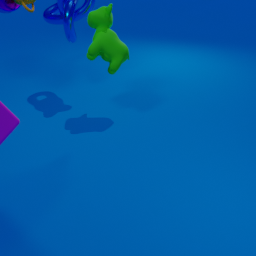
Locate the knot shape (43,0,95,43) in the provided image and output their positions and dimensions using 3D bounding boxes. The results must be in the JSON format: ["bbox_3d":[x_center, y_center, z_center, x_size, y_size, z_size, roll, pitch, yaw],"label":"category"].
[{"bbox_3d":[-2.012,-3.852,9.108,0.925,2.002,1.873,6,12,-46],"label":"knot shape"}]

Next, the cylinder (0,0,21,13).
[{"bbox_3d":[-3.671,-3.905,8.371,0.842,0.842,0.842,-18,24,-26],"label":"cylinder"}]

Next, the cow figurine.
[{"bbox_3d":[-0.547,-2.588,8.058,1.648,1.622,0.905,33,-8,-10],"label":"cow figurine"}]

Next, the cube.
[{"bbox_3d":[-2.767,-0.053,4.233,1.286,1.286,1.286,-2,46,42],"label":"cube"}]

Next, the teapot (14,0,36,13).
[{"bbox_3d":[-2.742,-3.772,7.541,0.667,1.362,0.847,-6,-6,-45],"label":"teapot"}]
